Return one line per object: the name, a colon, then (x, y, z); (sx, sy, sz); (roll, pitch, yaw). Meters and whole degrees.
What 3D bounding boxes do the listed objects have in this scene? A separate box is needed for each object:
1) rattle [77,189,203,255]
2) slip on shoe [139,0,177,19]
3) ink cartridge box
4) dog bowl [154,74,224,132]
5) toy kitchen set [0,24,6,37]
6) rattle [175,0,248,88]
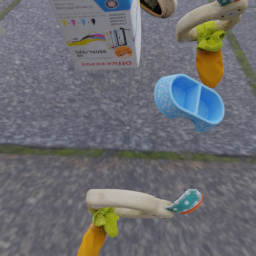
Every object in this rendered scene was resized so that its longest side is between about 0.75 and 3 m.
rattle: (0.191, 1.349, 3.662); (1.590, 1.035, 1.136); (9, 48, 0)
slip on shoe: (0.307, -4.532, 8.916); (2.825, 1.074, 0.856); (45, 49, -1)
ink cartridge box: (-0.570, -2.570, 6.223); (1.585, 2.153, 1.557); (0, 61, 8)
dog bowl: (1.187, -0.479, 5.175); (1.482, 0.367, 0.826); (23, 68, -25)
toy kitchen set: (-4.554, -2.566, 7.555); (1.712, 1.897, 1.548); (23, 69, 30)
rattle: (2.343, -2.352, 7.094); (1.803, 2.770, 1.979); (7, 83, -17)
